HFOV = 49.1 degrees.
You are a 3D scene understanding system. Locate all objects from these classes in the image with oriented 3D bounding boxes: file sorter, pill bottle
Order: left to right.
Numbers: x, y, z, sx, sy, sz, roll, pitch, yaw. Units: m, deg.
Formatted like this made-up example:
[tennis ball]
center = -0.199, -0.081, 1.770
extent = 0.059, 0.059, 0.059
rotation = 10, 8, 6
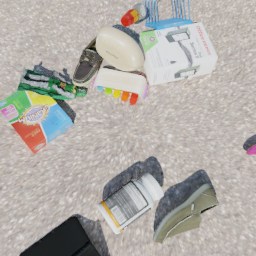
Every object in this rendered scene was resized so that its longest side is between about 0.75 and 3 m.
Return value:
[pill bottle]
center = 0.115, 2.555, 9.717
extent = 2.119, 1.233, 1.233
rotation = -33, 70, -14
[file sorter]
center = 1.670, -5.271, 12.454
extent = 1.551, 1.371, 2.235
rotation = -13, 25, -6

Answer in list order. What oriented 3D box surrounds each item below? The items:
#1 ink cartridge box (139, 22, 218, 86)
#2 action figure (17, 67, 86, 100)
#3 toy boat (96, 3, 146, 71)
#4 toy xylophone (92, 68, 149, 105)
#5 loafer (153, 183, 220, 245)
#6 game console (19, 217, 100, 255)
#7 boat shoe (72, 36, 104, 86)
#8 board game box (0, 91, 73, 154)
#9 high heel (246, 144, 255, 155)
[ink cartridge box]
center = 2.117, -3.255, 12.254
extent = 2.874, 1.207, 2.091
rotation = -13, 67, -5
[action figure]
center = -3.032, -1.757, 11.568
extent = 2.678, 0.732, 1.582
rotation = 14, 44, -21
[toy boat]
center = -0.067, -3.545, 11.049
extent = 2.275, 2.706, 1.258
rotation = 37, 54, 5
[toy xylophone]
center = -0.266, -2.075, 12.067
extent = 2.458, 0.618, 1.800
rotation = 20, 68, 8
[loafer]
center = 2.049, 3.050, 9.588
extent = 2.838, 1.067, 0.989
rotation = -37, 67, -15
[game console]
center = -2.126, 4.647, 9.354
extent = 2.408, 1.401, 2.118
rotation = -35, 101, -13
[boat shoe]
center = -1.662, -3.068, 12.220
extent = 1.038, 0.919, 2.835
rotation = 16, 60, 12
[board game box]
center = -3.802, -0.535, 11.450
extent = 1.976, 0.521, 2.582
rotation = -39, 72, -15
[high heel]
center = 5.432, 0.940, 10.790
extent = 1.716, 0.578, 0.823
rotation = -12, 56, -19
